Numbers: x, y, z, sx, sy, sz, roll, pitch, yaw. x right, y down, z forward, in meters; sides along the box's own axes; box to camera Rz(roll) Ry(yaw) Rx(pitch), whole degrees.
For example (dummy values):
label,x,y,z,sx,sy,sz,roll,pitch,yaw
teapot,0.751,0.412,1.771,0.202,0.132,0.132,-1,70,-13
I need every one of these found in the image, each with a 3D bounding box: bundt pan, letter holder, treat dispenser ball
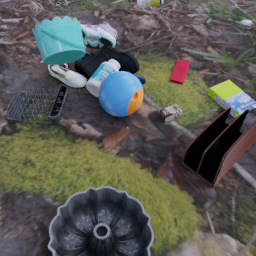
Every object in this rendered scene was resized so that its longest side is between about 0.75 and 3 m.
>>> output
label,x,y,z,sx,sy,sz,roll,pitch,yaw
bundt pan,-0.776,3.240,8.160,2.942,1.104,2.942,4,45,-4
letter holder,3.500,0.329,10.100,2.871,2.040,1.444,-38,59,-27
treat dispenser ball,-0.298,-1.410,11.686,1.883,1.883,1.883,0,50,0

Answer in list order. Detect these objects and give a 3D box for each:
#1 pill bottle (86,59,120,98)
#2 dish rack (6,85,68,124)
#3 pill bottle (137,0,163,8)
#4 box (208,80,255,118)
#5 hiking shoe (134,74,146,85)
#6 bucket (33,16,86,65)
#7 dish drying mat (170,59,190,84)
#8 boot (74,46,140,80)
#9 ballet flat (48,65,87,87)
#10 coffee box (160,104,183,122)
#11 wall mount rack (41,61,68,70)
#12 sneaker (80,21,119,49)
label,x,y,z,sx,sy,sz,roll,pitch,yaw
pill bottle,-1.063,-2.331,12.851,0.996,0.996,1.798,23,63,18
dish rack,-3.967,-1.042,12.154,2.514,0.686,1.928,4,49,4
pill bottle,0.837,-4.867,10.592,0.945,0.540,0.540,-7,49,12
box,4.683,-1.274,12.472,1.189,0.465,1.951,-24,54,-19
hiking shoe,0.105,-2.182,13.260,1.497,0.557,0.649,11,58,22
bucket,-2.308,-2.950,9.662,1.726,1.726,1.123,-15,90,-12
dish drying mat,2.614,-2.829,13.993,0.675,0.160,1.756,15,51,11
boot,-1.114,-2.993,13.567,2.252,1.017,2.748,-33,50,-27
ballet flat,-2.969,-2.523,13.325,2.148,0.746,0.746,25,54,20
coffee box,1.846,-0.647,12.033,0.845,0.337,0.483,-21,53,-17
wall mount rack,-3.403,-3.590,14.251,1.770,0.760,2.037,27,50,17
sneaker,-1.845,-5.379,15.565,2.783,1.082,1.947,21,48,-2
